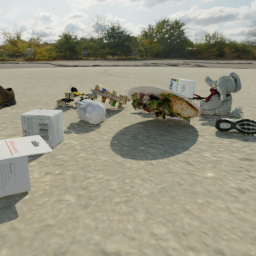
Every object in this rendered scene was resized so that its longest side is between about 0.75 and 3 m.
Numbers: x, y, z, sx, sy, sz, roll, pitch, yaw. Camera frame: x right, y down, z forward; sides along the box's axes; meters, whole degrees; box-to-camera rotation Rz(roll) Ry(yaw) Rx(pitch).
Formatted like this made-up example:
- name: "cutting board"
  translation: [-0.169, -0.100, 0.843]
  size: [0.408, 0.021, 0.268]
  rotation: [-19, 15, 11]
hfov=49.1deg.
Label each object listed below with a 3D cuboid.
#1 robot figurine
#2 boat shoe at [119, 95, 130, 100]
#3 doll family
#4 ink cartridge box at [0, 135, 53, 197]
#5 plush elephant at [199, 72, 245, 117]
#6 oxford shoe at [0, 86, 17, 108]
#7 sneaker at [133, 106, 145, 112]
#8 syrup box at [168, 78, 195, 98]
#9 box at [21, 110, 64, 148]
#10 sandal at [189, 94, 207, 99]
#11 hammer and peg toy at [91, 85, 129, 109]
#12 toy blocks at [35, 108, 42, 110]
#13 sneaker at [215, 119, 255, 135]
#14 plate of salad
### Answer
- name: "robot figurine"
  translation: [-1.536, -0.689, 11.693]
  size: [1.362, 0.907, 1.605]
  rotation: [29, -4, -36]
- name: "boat shoe"
  translation: [-0.160, -1.844, 16.952]
  size: [0.930, 0.300, 0.332]
  rotation: [10, 18, 31]
- name: "doll family"
  translation: [-2.530, -1.686, 15.249]
  size: [2.685, 1.053, 1.552]
  rotation: [8, 13, 5]
- name: "ink cartridge box"
  translation: [-3.055, 0.885, 6.129]
  size: [2.549, 0.865, 1.467]
  rotation: [-9, 18, -28]
- name: "plush elephant"
  translation: [4.233, -1.621, 13.095]
  size: [2.505, 1.939, 2.063]
  rotation: [13, 20, 39]
- name: "oxford shoe"
  translation: [-6.876, -1.566, 14.386]
  size: [1.018, 1.183, 2.803]
  rotation: [5, 18, 10]
- name: "sneaker"
  translation: [0.965, -1.174, 13.538]
  size: [1.588, 0.593, 0.640]
  rotation: [3, 56, 22]
- name: "syrup box"
  translation: [2.606, -2.022, 13.889]
  size: [0.834, 0.807, 2.049]
  rotation: [5, 12, -6]
- name: "box"
  translation: [-2.718, -0.008, 8.987]
  size: [1.054, 1.048, 0.902]
  rotation: [3, 16, 12]
- name: "sandal"
  translation: [4.304, -1.956, 17.339]
  size: [1.363, 0.307, 0.512]
  rotation: [4, 16, 14]
- name: "hammer and peg toy"
  translation: [-0.890, -1.517, 14.379]
  size: [1.496, 0.717, 2.034]
  rotation: [21, 2, 23]
- name: "toy blocks"
  translation: [-3.459, -0.487, 11.375]
  size: [0.825, 0.694, 0.771]
  rotation: [6, 16, 21]
- name: "sneaker"
  translation: [4.071, -0.108, 10.360]
  size: [1.570, 0.604, 0.696]
  rotation: [9, 10, 22]
- name: "plate of salad"
  translation: [1.356, -0.805, 11.042]
  size: [2.971, 0.714, 2.971]
  rotation: [17, -13, 4]
